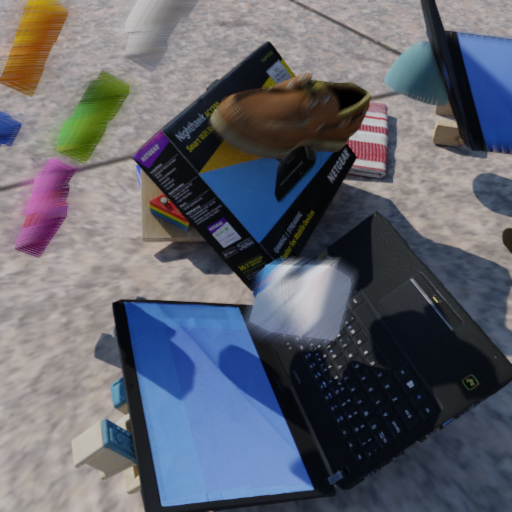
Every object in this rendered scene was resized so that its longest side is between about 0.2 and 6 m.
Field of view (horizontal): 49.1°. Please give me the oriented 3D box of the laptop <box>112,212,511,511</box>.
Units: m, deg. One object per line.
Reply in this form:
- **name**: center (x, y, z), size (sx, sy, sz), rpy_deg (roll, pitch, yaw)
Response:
- **laptop**: center (0.364, 0.857, 6.171), size (3.334, 1.722, 2.955), rpy_deg (-37, 41, 10)

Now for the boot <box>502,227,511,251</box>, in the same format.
- **boot**: center (5.092, -0.169, 8.629), size (1.857, 0.596, 1.730), rpy_deg (-10, 35, -17)

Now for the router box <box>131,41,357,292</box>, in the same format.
- **router box**: center (0.059, -1.548, 8.859), size (0.899, 2.626, 3.520), rpy_deg (-28, 20, 42)

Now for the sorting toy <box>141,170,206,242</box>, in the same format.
- **sorting toy**: center (-1.049, -1.094, 9.124), size (1.640, 0.574, 1.650), rpy_deg (-1, 67, -10)

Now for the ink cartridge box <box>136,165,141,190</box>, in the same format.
- **ink cartridge box**: center (-0.874, -1.389, 10.125), size (2.373, 0.525, 1.115), rpy_deg (-14, 42, -15)

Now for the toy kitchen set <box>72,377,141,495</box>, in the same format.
- **toy kitchen set**: center (-1.326, 1.599, 5.982), size (0.840, 1.143, 1.426), rpy_deg (-33, 43, 6)

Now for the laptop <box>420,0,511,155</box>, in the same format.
- **laptop**: center (3.348, -2.918, 7.787), size (1.524, 2.951, 2.615), rpy_deg (-16, 53, 25)

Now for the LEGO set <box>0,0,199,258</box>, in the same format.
- **LEGO set**: center (-2.469, -2.138, 6.839), size (1.570, 4.116, 1.689), rpy_deg (24, 33, -32)

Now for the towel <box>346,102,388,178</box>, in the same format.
- **towel**: center (1.726, -2.530, 11.656), size (1.992, 0.315, 2.766), rpy_deg (8, 43, 6)

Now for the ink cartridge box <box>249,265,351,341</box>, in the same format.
- **ink cartridge box**: center (0.453, 0.472, 5.925), size (0.938, 0.393, 0.681), rpy_deg (0, 66, 47)

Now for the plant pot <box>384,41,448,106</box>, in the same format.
- **plant pot**: center (3.054, -3.372, 10.132), size (1.230, 0.828, 1.230), rpy_deg (13, 34, -9)

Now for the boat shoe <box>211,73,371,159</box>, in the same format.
- **boat shoe**: center (0.598, -2.150, 8.055), size (3.022, 1.027, 1.087), rpy_deg (-20, 68, -51)

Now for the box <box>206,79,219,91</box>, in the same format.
- **box**: center (-0.320, -3.087, 11.783), size (1.350, 0.953, 0.532), rpy_deg (15, 42, 18)

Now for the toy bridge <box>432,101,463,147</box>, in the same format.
- **toy bridge**: center (4.577, -3.333, 12.454), size (1.123, 0.455, 3.340), rpy_deg (11, 42, 11)
